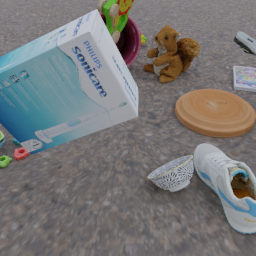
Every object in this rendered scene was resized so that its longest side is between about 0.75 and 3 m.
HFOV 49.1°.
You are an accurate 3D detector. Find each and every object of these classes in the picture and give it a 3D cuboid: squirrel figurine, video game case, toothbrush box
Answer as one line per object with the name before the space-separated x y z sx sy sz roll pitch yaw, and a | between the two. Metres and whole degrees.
squirrel figurine | 2.059 -3.566 12.922 2.435 2.272 1.723 -13 39 -17
video game case | 5.701 -2.268 12.939 1.567 0.197 2.189 10 38 12
toothbrush box | -1.396 -0.822 5.846 2.738 2.004 1.168 -19 38 18

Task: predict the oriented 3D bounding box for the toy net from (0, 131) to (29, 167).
toy net | -3.462 0.166 9.423 1.531 0.564 2.919 27 44 31

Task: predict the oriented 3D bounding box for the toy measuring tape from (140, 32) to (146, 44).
toy measuring tape | 0.358 -5.445 16.679 0.809 0.809 2.199 -15 40 -19

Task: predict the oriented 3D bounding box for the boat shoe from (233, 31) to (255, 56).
boat shoe | 3.868 -2.562 8.856 0.418 0.376 1.182 -35 72 -23

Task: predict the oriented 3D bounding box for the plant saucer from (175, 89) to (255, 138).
plant saucer | 3.311 -0.730 10.687 2.967 0.479 2.967 1 37 0

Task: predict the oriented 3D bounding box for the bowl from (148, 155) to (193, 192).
bowl | 1.274 1.323 7.650 1.358 1.358 0.637 -25 88 -29

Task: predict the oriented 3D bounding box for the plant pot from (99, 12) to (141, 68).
plant pot | -0.860 -4.346 13.915 2.755 2.755 2.466 -5 21 -6

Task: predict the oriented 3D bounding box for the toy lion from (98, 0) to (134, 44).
toy lion | -0.299 -4.550 10.598 0.695 2.024 1.940 29 66 14

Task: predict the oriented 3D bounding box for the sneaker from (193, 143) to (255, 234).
sneaker | 2.690 1.256 7.491 1.103 1.165 2.883 -11 38 -11
